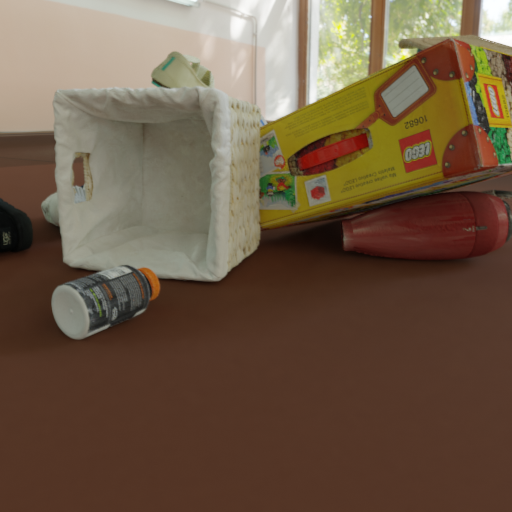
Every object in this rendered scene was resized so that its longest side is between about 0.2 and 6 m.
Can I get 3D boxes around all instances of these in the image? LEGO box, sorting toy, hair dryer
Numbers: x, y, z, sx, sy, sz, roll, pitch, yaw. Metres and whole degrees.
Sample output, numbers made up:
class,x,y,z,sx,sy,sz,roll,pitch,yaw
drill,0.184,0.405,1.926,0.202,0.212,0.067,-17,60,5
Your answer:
class,x,y,z,sx,sy,sz,roll,pitch,yaw
LEGO box,2.101,-1.693,9.109,3.183,1.649,4.273,-12,-1,-44
sorting toy,3.531,-3.342,9.233,1.686,0.332,1.822,-13,32,-26
hair dryer,2.985,-0.451,9.456,3.868,1.051,2.946,-6,-1,-35

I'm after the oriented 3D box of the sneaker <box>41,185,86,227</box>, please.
class,x,y,z,sx,sy,sz,roll,pitch,yaw
sneaker,-3.641,-0.858,10.688,0.945,0.897,2.347,-11,11,-5

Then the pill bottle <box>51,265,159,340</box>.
class,x,y,z,sx,sy,sz,roll,pitch,yaw
pill bottle,-1.603,0.456,6.194,0.611,0.611,1.150,11,19,33

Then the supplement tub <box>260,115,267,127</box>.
class,x,y,z,sx,sy,sz,roll,pitch,yaw
supplement tub,-0.538,-2.328,11.743,1.133,1.133,1.717,7,40,23

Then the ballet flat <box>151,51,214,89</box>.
class,x,y,z,sx,sy,sz,roll,pitch,yaw
ballet flat,-0.997,-2.773,8.909,0.721,0.721,2.075,3,6,11

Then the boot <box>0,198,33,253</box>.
class,x,y,z,sx,sy,sz,roll,pitch,yaw
boot,-5.092,-0.501,8.908,2.458,0.939,2.065,20,21,36

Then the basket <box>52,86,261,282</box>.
class,x,y,z,sx,sy,sz,roll,pitch,yaw
basket,-1.297,-1.137,8.325,2.571,2.548,2.068,6,14,19
